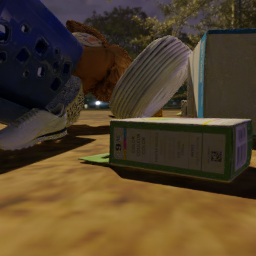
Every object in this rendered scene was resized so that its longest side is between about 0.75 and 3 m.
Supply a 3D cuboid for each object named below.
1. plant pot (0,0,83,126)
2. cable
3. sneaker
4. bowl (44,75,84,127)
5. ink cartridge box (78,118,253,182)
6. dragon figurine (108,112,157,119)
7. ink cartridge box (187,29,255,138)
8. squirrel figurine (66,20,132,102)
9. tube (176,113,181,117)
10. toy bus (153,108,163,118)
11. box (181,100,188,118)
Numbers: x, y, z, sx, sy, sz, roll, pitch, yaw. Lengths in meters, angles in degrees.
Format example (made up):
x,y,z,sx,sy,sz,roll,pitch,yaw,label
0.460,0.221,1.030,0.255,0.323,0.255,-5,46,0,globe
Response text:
x,y,z,sx,sy,sz,roll,pitch,yaw,label
-2.914,-1.379,5.876,2.674,2.404,2.674,13,-6,20,plant pot
0.706,-1.282,8.268,2.905,1.006,2.904,-44,-12,-20,cable
-1.388,-0.038,3.980,0.449,0.473,1.176,26,31,31,sneaker
-1.842,-0.546,7.656,1.778,0.835,1.778,-17,42,16,bowl
0.337,0.130,2.777,1.544,0.458,0.801,3,5,33,ink cartridge box
0.539,-0.965,11.449,2.828,1.406,0.832,2,4,33,dragon figurine
2.388,-0.851,6.076,1.948,1.914,2.646,0,4,5,ink cartridge box
-1.299,-1.570,9.167,2.931,2.736,2.075,15,40,-13,squirrel figurine
3.324,-0.751,15.150,0.639,0.572,2.202,39,-5,-8,tube
0.844,-0.779,14.427,1.865,0.607,0.730,1,4,8,toy bus
3.331,-0.713,11.723,1.039,0.865,2.529,4,6,43,box
